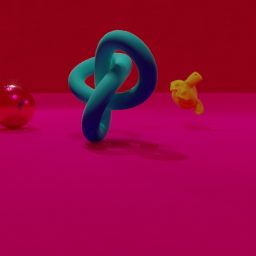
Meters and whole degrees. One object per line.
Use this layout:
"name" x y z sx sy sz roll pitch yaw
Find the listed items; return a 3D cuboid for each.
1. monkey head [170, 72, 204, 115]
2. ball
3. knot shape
"monkey head" 1.659 -1.007 7.655 0.797 0.952 1.323 35 19 -51
"ball" -2.981 -0.541 7.262 1.108 1.108 1.108 0 8 0
"knot shape" -0.441 -0.905 5.423 0.963 2.084 1.950 18 24 -34
